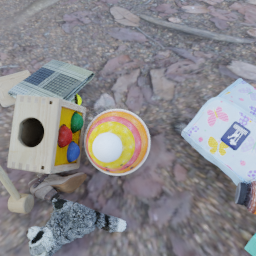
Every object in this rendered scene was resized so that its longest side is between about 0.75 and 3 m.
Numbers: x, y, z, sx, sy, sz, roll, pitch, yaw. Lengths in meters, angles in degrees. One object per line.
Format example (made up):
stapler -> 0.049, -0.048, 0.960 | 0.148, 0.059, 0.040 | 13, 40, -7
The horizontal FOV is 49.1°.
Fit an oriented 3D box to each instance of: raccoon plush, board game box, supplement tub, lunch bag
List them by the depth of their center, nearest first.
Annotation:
supplement tub -> 2.702, 1.371, 5.306 | 1.215, 0.650, 0.650 | 12, 47, 14
raccoon plush -> -1.017, 2.138, 5.425 | 1.818, 0.879, 1.218 | 15, 66, 3
board game box -> 3.960, 2.118, 5.454 | 2.694, 0.606, 2.049 | -32, 53, -29
lunch bag -> 2.671, 0.123, 6.571 | 2.320, 1.475, 1.967 | -33, 63, -31

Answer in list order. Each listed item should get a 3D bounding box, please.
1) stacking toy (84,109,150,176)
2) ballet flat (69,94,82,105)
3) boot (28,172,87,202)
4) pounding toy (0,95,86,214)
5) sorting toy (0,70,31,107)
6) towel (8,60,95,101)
stacking toy -> -0.365, 0.357, 5.879 | 1.617, 2.213, 1.617 | 0, 91, 6
ballet flat -> -1.626, -0.516, 8.093 | 0.496, 0.497, 1.483 | -8, 46, 6
boot -> -1.689, 1.227, 6.549 | 0.870, 0.418, 1.189 | 24, 38, 36
pounding toy -> -1.795, 0.607, 5.942 | 1.128, 2.165, 2.465 | 6, 88, 12
sorting toy -> -3.584, -1.259, 9.019 | 1.181, 0.233, 1.276 | -21, 57, -18
towel -> -2.312, -1.295, 8.549 | 2.060, 0.356, 1.983 | 23, 55, 32
